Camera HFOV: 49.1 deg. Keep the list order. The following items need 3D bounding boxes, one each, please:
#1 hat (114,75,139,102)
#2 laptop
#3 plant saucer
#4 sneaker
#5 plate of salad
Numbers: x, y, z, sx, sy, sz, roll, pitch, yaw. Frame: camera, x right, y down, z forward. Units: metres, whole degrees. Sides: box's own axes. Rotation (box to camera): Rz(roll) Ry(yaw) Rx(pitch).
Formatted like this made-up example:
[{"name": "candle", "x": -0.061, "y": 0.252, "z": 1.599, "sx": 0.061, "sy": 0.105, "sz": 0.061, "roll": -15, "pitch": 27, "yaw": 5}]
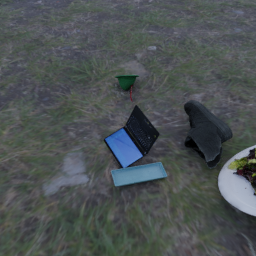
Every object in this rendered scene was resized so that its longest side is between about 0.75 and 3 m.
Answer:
[{"name": "hat", "x": -0.037, "y": -1.454, "z": 10.460, "sx": 0.928, "sy": 0.987, "sz": 1.121, "roll": -1, "pitch": 6, "yaw": 23}, {"name": "laptop", "x": 0.053, "y": 0.241, "z": 7.507, "sx": 0.664, "sy": 1.286, "sz": 1.140, "roll": -11, "pitch": 53, "yaw": -38}, {"name": "plant saucer", "x": 0.286, "y": 1.216, "z": 7.283, "sx": 1.405, "sy": 0.133, "sz": 0.491, "roll": -7, "pitch": 46, "yaw": -16}, {"name": "sneaker", "x": 2.035, "y": 0.083, "z": 8.103, "sx": 1.216, "sy": 0.700, "sz": 2.332, "roll": -33, "pitch": 44, "yaw": -9}, {"name": "plate of salad", "x": 3.571, "y": 0.939, "z": 6.501, "sx": 2.981, "sy": 0.716, "sz": 2.981, "roll": -21, "pitch": 21, "yaw": 8}]
